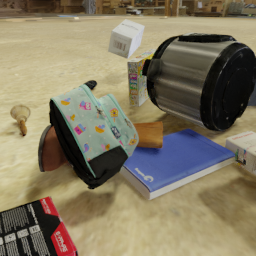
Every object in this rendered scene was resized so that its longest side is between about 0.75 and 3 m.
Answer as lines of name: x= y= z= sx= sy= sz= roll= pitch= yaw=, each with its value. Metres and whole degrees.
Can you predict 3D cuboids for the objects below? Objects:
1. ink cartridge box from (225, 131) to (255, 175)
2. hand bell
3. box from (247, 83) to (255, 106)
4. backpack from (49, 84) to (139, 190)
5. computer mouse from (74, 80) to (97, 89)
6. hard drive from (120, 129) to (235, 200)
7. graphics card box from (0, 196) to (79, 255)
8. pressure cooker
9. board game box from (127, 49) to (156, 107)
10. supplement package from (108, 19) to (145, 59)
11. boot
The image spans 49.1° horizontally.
ink cartridge box: x=2.994 y=0.600 z=6.508 sx=0.875 sy=0.507 sz=1.209 roll=-13 pitch=29 yaw=-25
hand bell: x=-3.093 y=-0.151 z=8.195 sx=0.597 sy=0.597 sz=1.147 roll=-10 pitch=39 yaw=-19
box: x=4.110 y=-1.761 z=10.418 sx=2.447 sy=1.274 sz=2.228 roll=-2 pitch=25 yaw=-3
backpack: x=-0.704 y=0.064 z=5.442 sx=1.389 sy=1.592 sz=1.811 roll=-35 pitch=78 yaw=-17
computer mouse: x=-1.771 y=-1.568 z=11.297 sx=0.444 sy=0.258 sz=1.514 roll=28 pitch=41 yaw=23
hard drive: x=1.022 y=0.698 z=6.534 sx=2.451 sy=0.311 sz=1.617 roll=-16 pitch=30 yaw=-29
graphics card box: x=-1.966 y=1.855 z=3.869 sx=2.253 sy=0.573 sz=1.413 roll=-13 pitch=27 yaw=-27
pressure cooker: x=1.943 y=-1.459 z=8.414 sx=2.596 sy=2.556 sz=2.906 roll=-46 pitch=44 yaw=-18
board game box: x=0.639 y=-1.926 z=10.347 sx=0.397 sy=1.558 sz=2.318 roll=8 pitch=28 yaw=22
supplement package: x=-0.059 y=-3.950 z=12.353 sx=0.988 sy=0.992 sz=1.691 roll=22 pitch=41 yaw=7
boot: x=-0.505 y=0.397 z=6.665 sx=2.662 sy=0.912 sz=2.507 roll=5 pitch=15 yaw=11
